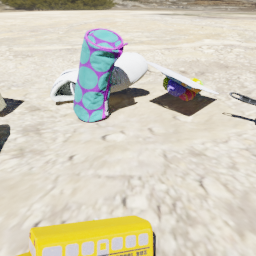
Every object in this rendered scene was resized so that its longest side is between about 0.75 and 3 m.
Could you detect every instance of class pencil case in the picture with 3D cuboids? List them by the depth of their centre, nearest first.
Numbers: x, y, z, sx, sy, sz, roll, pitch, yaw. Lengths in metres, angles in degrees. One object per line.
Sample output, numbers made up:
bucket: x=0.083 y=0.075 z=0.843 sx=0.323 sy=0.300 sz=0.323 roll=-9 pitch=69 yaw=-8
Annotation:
pencil case: x=-0.748 y=-1.232 z=6.919 sx=1.033 sy=2.236 sz=0.951 roll=28 pitch=41 yaw=14

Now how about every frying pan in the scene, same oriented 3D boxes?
frying pan: x=3.485 y=-0.572 z=6.611 sx=1.125 sy=0.303 sz=1.859 roll=-42 pitch=77 yaw=-3

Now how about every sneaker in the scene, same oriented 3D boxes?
sneaker: x=-0.843 y=-1.360 z=8.232 sx=2.961 sy=1.131 sz=1.192 roll=-15 pitch=22 yaw=15

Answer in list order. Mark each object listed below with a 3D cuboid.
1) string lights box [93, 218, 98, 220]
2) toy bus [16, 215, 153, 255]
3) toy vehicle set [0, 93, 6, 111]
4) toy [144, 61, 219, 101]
string lights box: x=-0.691 y=1.572 z=3.452 sx=1.057 sy=0.312 sz=0.543 roll=-18 pitch=20 yaw=-32
toy bus: x=-0.485 y=1.242 z=2.721 sx=1.460 sy=0.572 sz=0.475 roll=2 pitch=-4 yaw=-27
toy vehicle set: x=-4.694 y=-1.315 z=7.392 sx=2.721 sy=1.690 sz=0.361 roll=8 pitch=43 yaw=20
toy: x=1.492 y=-1.153 z=7.772 sx=1.479 sy=0.606 sz=2.568 roll=33 pitch=21 yaw=25
